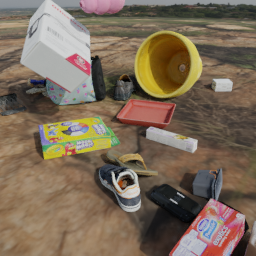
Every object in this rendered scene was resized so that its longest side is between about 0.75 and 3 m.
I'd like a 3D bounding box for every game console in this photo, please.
[{"bbox_3d":[1.506,1.884,6.359,1.281,0.262,2.172,-23,36,-37],"label":"game console"}]

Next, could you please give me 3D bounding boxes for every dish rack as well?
[{"bbox_3d":[-5.010,-0.984,11.795,1.164,0.414,1.518,-22,35,-35],"label":"dish rack"}]

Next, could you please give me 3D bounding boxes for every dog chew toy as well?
[{"bbox_3d":[-0.848,-4.084,8.957,1.521,0.947,0.947,-27,37,-27],"label":"dog chew toy"}]

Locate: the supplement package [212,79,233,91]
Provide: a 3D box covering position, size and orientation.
[{"bbox_3d":[4.695,-2.150,14.010,0.819,0.454,0.638,0,27,-2],"label":"supplement package"}]

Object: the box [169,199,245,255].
[{"bbox_3d":[1.463,2.099,5.075,0.712,0.682,1.428,24,53,38],"label":"box"}]

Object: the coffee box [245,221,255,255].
[{"bbox_3d":[2.453,2.440,4.898,0.832,0.580,1.454,16,31,29],"label":"coffee box"}]

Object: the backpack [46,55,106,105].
[{"bbox_3d":[-2.286,-1.967,12.165,2.450,2.045,1.551,-6,31,1],"label":"backpack"}]

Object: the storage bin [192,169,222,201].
[{"bbox_3d":[1.996,1.364,7.059,0.589,0.638,0.877,2,25,27],"label":"storage bin"}]

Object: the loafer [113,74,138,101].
[{"bbox_3d":[-0.052,-2.160,13.510,0.928,0.922,2.549,4,26,9],"label":"loafer"}]

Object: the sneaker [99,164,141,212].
[{"bbox_3d":[-0.208,1.263,7.084,0.712,0.721,1.817,-14,29,-25],"label":"sneaker"}]

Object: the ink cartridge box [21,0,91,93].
[{"bbox_3d":[-2.273,-2.731,9.238,1.884,1.081,2.594,31,37,-36],"label":"ink cartridge box"}]

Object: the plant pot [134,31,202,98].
[{"bbox_3d":[2.169,-2.890,13.238,2.879,2.879,2.708,17,16,30],"label":"plant pot"}]

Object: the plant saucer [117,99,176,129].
[{"bbox_3d":[0.767,-0.543,10.985,1.965,0.361,1.961,8,28,14],"label":"plant saucer"}]

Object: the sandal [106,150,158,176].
[{"bbox_3d":[0.065,0.888,7.832,0.722,0.485,1.797,7,12,-46],"label":"sandal"}]

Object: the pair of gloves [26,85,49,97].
[{"bbox_3d":[-4.009,-1.765,13.504,1.410,0.247,1.199,8,25,11],"label":"pair of gloves"}]

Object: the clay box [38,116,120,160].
[{"bbox_3d":[-1.598,0.240,9.192,2.445,0.582,1.405,-11,30,-18],"label":"clay box"}]

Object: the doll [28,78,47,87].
[{"bbox_3d":[-3.990,-2.253,14.081,1.835,0.445,1.252,3,0,1],"label":"doll"}]

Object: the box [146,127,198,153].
[{"bbox_3d":[1.413,0.367,9.209,1.724,0.357,0.334,16,31,30],"label":"box"}]
